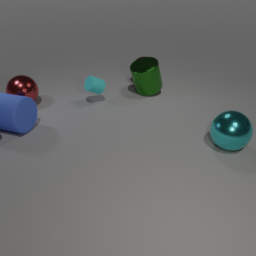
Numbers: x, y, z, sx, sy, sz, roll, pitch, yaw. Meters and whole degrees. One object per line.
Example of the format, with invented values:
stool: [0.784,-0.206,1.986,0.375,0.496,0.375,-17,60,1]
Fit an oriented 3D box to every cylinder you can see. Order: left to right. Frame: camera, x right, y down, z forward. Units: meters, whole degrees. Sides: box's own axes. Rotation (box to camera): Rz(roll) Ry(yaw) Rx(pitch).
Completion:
cylinder: [-4.486,-0.582,10.787,1.400,1.400,1.400,9,32,17]
cylinder: [-1.513,-1.955,12.784,0.700,0.700,0.700,13,17,-41]
cylinder: [0.915,-2.545,13.792,1.400,1.400,1.400,-10,42,9]

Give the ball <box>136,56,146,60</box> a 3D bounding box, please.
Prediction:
ball: [0.885,-3.162,15.179,1.400,1.400,1.400,0,31,0]

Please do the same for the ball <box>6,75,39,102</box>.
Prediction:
ball: [-4.777,-1.689,12.689,1.400,1.400,1.400,0,31,0]

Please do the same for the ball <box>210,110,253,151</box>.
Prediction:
ball: [3.574,0.088,9.715,1.400,1.400,1.400,0,31,0]
